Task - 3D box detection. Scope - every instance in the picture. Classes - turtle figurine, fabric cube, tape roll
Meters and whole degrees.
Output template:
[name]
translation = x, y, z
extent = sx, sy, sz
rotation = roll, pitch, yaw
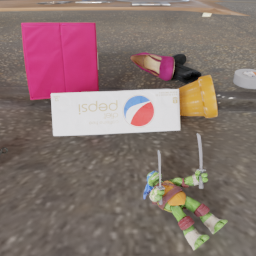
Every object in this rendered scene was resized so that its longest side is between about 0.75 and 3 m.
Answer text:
[turtle figurine]
translation = 0.926, 1.048, 4.499
extent = 1.437, 1.482, 1.066
rotation = 49, 20, 25
[fabric cube]
translation = -2.029, -2.029, 8.368
extent = 1.990, 1.983, 1.952
rotation = -7, 16, -18
[tape roll]
translation = 4.417, -1.786, 10.126
extent = 1.123, 0.371, 1.123
rotation = 0, 32, 0

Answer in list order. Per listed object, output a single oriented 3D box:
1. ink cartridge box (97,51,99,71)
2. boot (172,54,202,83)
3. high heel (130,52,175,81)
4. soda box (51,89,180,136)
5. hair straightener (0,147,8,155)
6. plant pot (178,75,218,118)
[ink cartridge box]
translation = -2.389, -2.556, 10.948
extent = 2.033, 0.842, 1.492
rotation = 14, 34, 22
[boot]
translation = 2.157, -2.306, 10.760
extent = 1.449, 0.577, 1.758
rotation = -26, 34, -20
[high heel]
translation = 0.877, -2.344, 10.524
extent = 1.295, 0.908, 2.693
rotation = 6, 15, -10
[soda box]
translation = -0.280, -0.390, 6.868
extent = 2.997, 1.021, 0.954
rotation = -3, 4, -5
[hair straightener]
translation = -3.364, 0.913, 5.311
extent = 0.919, 0.488, 2.388
rotation = 27, 35, 34
[plant pot]
translation = 1.859, -0.803, 7.864
extent = 1.069, 1.168, 1.168
rotation = -10, 29, 14
